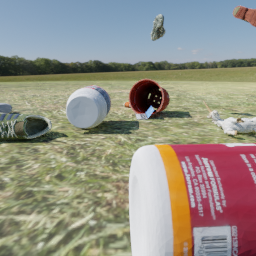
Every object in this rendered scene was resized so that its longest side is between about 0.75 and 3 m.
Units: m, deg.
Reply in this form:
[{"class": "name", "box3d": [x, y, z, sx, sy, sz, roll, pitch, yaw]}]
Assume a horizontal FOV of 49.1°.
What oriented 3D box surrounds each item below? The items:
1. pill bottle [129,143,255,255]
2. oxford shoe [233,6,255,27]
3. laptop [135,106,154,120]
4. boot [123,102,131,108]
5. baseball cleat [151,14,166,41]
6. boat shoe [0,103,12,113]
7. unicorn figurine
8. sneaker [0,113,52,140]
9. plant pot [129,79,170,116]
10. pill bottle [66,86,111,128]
[{"class": "pill bottle", "box3d": [1.400, 0.905, 2.983, 2.667, 1.507, 1.507, 0, 12, -7]}, {"class": "oxford shoe", "box3d": [4.572, -3.982, 10.055, 0.583, 0.559, 1.579, -8, 42, -41]}, {"class": "laptop", "box3d": [0.747, -0.708, 12.770, 0.763, 0.442, 0.714, -1, 21, -6]}, {"class": "boot", "box3d": [0.222, -1.450, 16.551, 0.635, 0.444, 1.185, 1, 12, 32]}, {"class": "baseball cleat", "box3d": [1.479, -4.702, 12.983, 0.754, 0.494, 1.417, -26, -19, -28]}, {"class": "boat shoe", "box3d": [-6.827, -0.986, 13.900, 1.981, 0.680, 0.561, 2, 10, -25]}, {"class": "unicorn figurine", "box3d": [3.891, -0.171, 9.772, 2.614, 0.965, 1.796, 16, 6, 5]}, {"class": "sneaker", "box3d": [-3.638, -0.060, 8.890, 2.592, 0.869, 1.163, -7, 9, -42]}, {"class": "plant pot", "box3d": [1.202, -1.445, 13.870, 1.777, 1.777, 1.728, 6, 5, 26]}, {"class": "pill bottle", "box3d": [-1.519, -0.818, 10.864, 1.538, 1.538, 2.572, 0, 12, 1]}]
